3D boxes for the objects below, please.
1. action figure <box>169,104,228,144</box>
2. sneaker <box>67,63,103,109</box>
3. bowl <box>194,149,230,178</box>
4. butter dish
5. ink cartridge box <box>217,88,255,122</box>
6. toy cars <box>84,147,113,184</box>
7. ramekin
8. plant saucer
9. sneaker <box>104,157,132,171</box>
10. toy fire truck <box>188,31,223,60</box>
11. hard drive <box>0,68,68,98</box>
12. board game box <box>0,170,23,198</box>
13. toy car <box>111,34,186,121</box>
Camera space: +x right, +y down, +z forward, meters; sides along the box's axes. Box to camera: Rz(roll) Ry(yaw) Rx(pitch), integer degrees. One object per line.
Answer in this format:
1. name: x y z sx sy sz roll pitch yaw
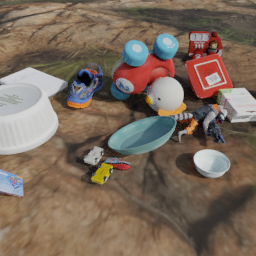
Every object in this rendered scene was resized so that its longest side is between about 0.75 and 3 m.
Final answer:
1. action figure: 2.484 -0.222 9.459 1.957 1.058 2.023 -21 27 0
2. sneaker: -1.660 -1.998 11.658 1.101 1.146 2.922 13 41 -1
3. bowl: 2.408 1.117 8.189 1.017 0.457 1.017 0 37 0
4. butter dish: 3.242 -2.045 11.923 1.707 1.262 1.702 -17 80 -14
5. ink cartridge box: 4.249 -0.789 10.620 1.098 0.631 1.874 -3 37 -4
6. toy cars: -0.887 1.140 8.270 0.734 0.362 1.637 -6 33 -20
7. ramekin: -3.923 -0.469 9.604 2.827 1.316 2.827 -1 37 0
8. plant saucer: 0.483 0.269 8.856 2.247 0.404 2.247 -18 18 6
9. sneaker: -0.305 1.022 8.425 0.856 0.339 0.409 6 35 7
10. toy fire truck: 4.022 -4.236 14.534 1.827 1.534 1.024 1 36 2
11. hard drive: -4.216 -1.980 12.492 2.564 0.325 1.691 24 43 29
12. board game box: -3.041 1.417 7.137 0.105 1.075 0.553 -17 64 10
13. toy car: 0.996 -1.465 10.609 2.561 2.668 2.895 -18 69 -23
